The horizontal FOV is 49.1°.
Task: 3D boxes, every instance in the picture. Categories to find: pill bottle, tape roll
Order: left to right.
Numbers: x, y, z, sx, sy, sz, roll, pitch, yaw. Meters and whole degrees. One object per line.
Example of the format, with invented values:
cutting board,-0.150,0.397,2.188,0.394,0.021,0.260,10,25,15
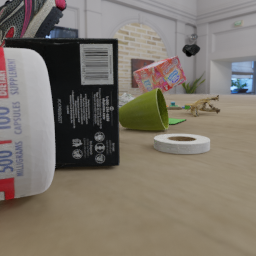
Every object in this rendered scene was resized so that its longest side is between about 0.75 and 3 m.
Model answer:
pill bottle,-2.330,0.033,2.703,2.963,1.663,1.663,-5,10,-24
tape roll,1.095,0.311,5.742,1.150,0.210,1.150,0,9,0

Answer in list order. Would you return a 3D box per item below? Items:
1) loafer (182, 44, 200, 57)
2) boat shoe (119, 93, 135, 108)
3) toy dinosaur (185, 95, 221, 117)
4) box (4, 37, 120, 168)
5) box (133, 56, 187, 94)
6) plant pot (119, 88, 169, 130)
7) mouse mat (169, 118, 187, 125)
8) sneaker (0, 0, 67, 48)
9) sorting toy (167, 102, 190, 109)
loafer,1.822,-2.292,8.360,0.324,0.335,0.955,34,4,-16
boat shoe,-0.122,-1.387,14.711,2.738,0.914,1.007,2,9,15
toy dinosaur,3.382,-1.077,12.900,1.514,0.872,2.995,0,8,10
box,-1.035,-0.535,5.348,1.659,1.982,2.669,-1,9,-6
box,1.001,-1.717,9.345,0.942,0.869,1.835,-27,13,-16
plant pot,0.402,-0.425,8.118,1.284,1.201,1.201,-12,4,19
mouse mat,1.012,-0.281,10.242,1.958,0.074,1.576,6,10,28
sneaker,-2.527,-1.806,5.855,1.076,2.881,1.162,33,0,-36
sorting toy,2.273,-1.279,15.860,2.697,0.367,1.518,0,9,2
